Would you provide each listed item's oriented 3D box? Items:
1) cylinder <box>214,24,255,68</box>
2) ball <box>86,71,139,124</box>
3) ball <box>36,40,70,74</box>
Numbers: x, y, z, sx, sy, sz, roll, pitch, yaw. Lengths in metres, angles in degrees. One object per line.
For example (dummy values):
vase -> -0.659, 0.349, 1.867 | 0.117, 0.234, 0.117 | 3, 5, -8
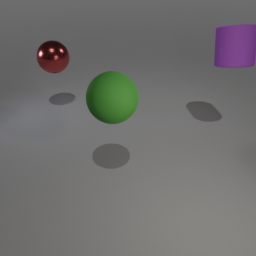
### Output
cylinder -> 3.857, -2.941, 10.069 | 1.400, 1.400, 1.400 | -2, 17, 1
ball -> -0.415, -0.802, 7.448 | 1.400, 1.400, 1.400 | 0, 30, 0
ball -> -3.256, -3.083, 12.191 | 1.400, 1.400, 1.400 | 0, 30, 0
